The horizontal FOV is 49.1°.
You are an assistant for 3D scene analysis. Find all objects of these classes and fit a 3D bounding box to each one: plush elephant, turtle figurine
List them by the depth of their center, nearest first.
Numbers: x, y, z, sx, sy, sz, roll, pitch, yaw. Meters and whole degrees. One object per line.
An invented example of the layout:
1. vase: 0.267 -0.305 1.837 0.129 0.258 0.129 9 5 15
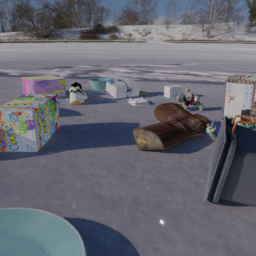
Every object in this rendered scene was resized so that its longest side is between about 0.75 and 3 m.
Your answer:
1. turtle figurine: 2.976 0.263 8.114 1.401 0.942 1.871 4 6 32
2. plush elephant: 2.746 -1.228 13.043 1.244 0.963 1.025 57 8 32

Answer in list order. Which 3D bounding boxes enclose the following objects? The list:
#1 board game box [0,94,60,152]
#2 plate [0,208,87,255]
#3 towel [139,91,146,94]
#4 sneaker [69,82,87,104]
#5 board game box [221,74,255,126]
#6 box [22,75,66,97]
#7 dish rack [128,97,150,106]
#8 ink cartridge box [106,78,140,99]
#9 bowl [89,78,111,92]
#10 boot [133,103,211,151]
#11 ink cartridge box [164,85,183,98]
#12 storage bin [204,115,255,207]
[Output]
1. board game box: -3.219 -0.260 9.206 1.271 1.294 2.467 1 18 3
2. plate: -1.963 1.987 3.677 2.842 0.363 2.842 0 18 0
3. towel: 0.165 -2.169 17.122 1.740 0.157 0.749 -6 19 -20
4. sneaker: -2.673 -1.993 15.131 0.893 1.035 2.361 -4 16 -7
5. board game box: 4.514 -0.650 9.219 2.469 1.968 1.196 13 24 33
6. box: -4.976 -2.457 16.570 1.873 1.029 2.129 -13 21 -35
7. dish rack: 0.562 -1.382 14.523 0.933 0.237 1.087 -5 19 -17
8. ink cartridge box: -0.296 -2.336 16.346 1.640 0.704 1.201 -13 38 -31
9. bowl: -1.777 -2.755 18.005 1.402 0.733 1.402 1 17 0
10. boot: 0.997 -0.071 9.517 2.798 0.899 2.607 -19 24 -36
11. ink cartridge box: 2.602 -2.096 16.090 0.862 0.632 0.629 -8 19 -21
12. storage bin: 2.692 0.675 6.063 1.555 1.685 2.315 16 21 13
